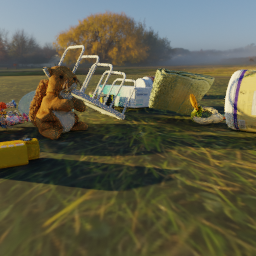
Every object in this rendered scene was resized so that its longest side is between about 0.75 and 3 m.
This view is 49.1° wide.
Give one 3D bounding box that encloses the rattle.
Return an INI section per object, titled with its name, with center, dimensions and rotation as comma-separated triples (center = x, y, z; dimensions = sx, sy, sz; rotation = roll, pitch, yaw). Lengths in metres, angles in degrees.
[rattle]
center = 3.170, -0.722, 10.455
dimensions = 1.584, 1.131, 1.031
rotation = 12, 25, 31

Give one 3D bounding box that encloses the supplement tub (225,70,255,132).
[supplement tub]
center = 4.808, -0.804, 8.963
dimensions = 2.854, 2.075, 2.075
rotation = 9, 16, 33

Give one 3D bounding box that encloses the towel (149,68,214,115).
[towel]
center = 1.939, -1.363, 11.076
dimensions = 2.110, 0.519, 2.844
rotation = 10, -22, -2

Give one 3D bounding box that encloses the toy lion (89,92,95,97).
[toy lion]
center = -1.566, -1.726, 16.435
dimensions = 1.525, 0.523, 1.461
rotation = -6, 22, -25

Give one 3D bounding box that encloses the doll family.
[doll family]
center = -4.413, -0.311, 10.099
dimensions = 1.097, 0.796, 1.767
rotation = -15, 38, -38

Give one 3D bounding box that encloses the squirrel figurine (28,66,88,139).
[squirrel figurine]
center = -2.499, -1.010, 9.372
dimensions = 2.310, 2.156, 1.635
rotation = 15, 20, 37

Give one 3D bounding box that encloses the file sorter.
[file sorter]
center = -1.367, -1.815, 11.412
dimensions = 2.862, 1.782, 1.986
rotation = 27, -4, -35

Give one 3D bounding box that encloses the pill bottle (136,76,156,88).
[pill bottle]
center = 1.617, -2.929, 19.492
dimensions = 2.261, 1.291, 1.291
rotation = -11, 17, -41

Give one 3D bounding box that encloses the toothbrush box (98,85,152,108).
[toothbrush box]
center = -0.131, -1.698, 14.695
dimensions = 2.441, 1.041, 1.787
rotation = 8, 11, 34

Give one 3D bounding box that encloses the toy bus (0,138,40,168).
[toy bus]
center = -2.821, 0.607, 6.449
dimensions = 1.529, 0.498, 0.599
rotation = -7, 15, -27

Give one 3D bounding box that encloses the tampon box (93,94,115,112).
[tampon box]
center = -1.153, -1.219, 13.509
dimensions = 0.640, 0.760, 1.014
rotation = 7, 15, 26

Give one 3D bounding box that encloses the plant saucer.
[plant saucer]
center = -3.160, -0.721, 10.940
dimensions = 2.084, 0.401, 2.084
rotation = 8, 45, -8
